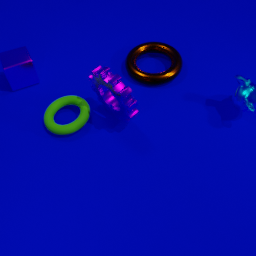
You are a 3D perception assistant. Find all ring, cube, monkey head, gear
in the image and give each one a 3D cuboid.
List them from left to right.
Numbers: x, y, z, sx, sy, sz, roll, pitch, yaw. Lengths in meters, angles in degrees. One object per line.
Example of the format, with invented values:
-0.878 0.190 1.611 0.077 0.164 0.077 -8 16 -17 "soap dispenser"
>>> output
-3.538 -1.942 9.110 0.916 0.916 0.916 -22 53 -16 "cube"
-1.790 -0.396 8.207 1.385 0.277 1.385 -5 54 7 "ring"
-0.415 -0.919 7.806 0.316 1.710 1.710 -41 62 -19 "gear"
0.883 -2.253 9.626 1.983 0.397 1.983 -1 56 2 "ring"
3.311 -0.996 8.110 1.039 0.870 1.444 30 15 -14 "monkey head"
